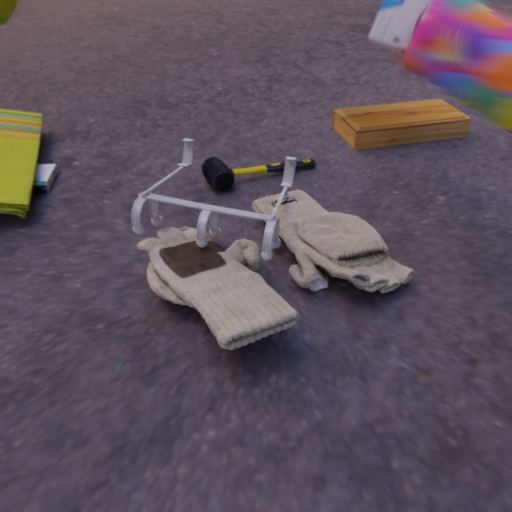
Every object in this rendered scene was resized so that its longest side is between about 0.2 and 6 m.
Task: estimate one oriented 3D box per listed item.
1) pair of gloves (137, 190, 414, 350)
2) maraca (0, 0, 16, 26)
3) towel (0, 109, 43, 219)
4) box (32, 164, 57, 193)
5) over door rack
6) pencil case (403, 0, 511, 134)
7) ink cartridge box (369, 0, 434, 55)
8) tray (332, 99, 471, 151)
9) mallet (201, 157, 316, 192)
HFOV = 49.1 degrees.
[{"bbox_3d":[0.195,0.087,8.063,3.415,0.599,2.904,-20,36,-31],"label":"pair of gloves"},{"bbox_3d":[-2.868,-2.941,5.846,0.695,1.013,0.542,5,30,37],"label":"maraca"},{"bbox_3d":[-5.071,-1.904,10.561,1.800,0.378,4.182,2,33,-19],"label":"towel"},{"bbox_3d":[-4.453,-1.457,10.569,1.186,0.215,0.856,-2,35,-3],"label":"box"},{"bbox_3d":[-0.530,-0.878,8.912,2.086,0.941,2.824,11,31,4],"label":"over door rack"},{"bbox_3d":[2.741,-1.813,5.834,2.410,1.065,1.065,39,47,14],"label":"pencil case"},{"bbox_3d":[2.497,-3.284,8.081,1.489,0.862,0.497,24,15,12],"label":"ink cartridge box"},{"bbox_3d":[3.215,-2.984,12.518,2.696,0.499,1.330,-10,36,-12],"label":"tray"},{"bbox_3d":[0.042,-1.712,10.829,2.278,0.469,0.750,-14,37,-27],"label":"mallet"}]
